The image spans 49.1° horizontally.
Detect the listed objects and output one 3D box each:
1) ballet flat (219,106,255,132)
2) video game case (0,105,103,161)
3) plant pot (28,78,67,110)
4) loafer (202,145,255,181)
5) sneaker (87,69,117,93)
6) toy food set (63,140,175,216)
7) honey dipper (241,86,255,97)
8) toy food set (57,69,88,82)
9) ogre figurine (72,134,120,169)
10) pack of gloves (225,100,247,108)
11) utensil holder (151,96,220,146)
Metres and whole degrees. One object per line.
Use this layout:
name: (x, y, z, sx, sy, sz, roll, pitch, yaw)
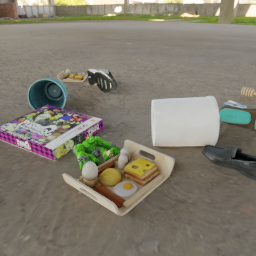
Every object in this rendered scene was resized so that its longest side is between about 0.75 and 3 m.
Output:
ballet flat: (4.728, -0.338, 10.280, 0.923, 0.917, 2.698, -12, 27, -44)
video game case: (-2.727, 0.032, 9.903, 2.784, 0.499, 2.524, 15, 30, 28)
plant pot: (-3.271, -1.460, 11.959, 1.526, 1.526, 1.434, 0, 20, 1)
loafer: (3.066, 0.834, 8.067, 1.953, 0.685, 0.663, 23, 34, 38)
sneaker: (-1.195, -2.589, 14.471, 1.112, 1.037, 2.805, -18, 29, -22)
toy food set: (-0.173, 1.101, 7.430, 1.817, 0.765, 2.533, 20, 33, 35)
honey dipper: (6.527, -1.494, 13.135, 2.308, 0.438, 0.438, 21, 33, 33)
toy food set: (-3.139, -3.095, 16.270, 1.638, 0.495, 1.175, 3, 26, 6)
ogre figurine: (-1.030, 0.696, 8.405, 0.901, 0.738, 1.503, 38, 57, 26)
pack of gloves: (4.755, -0.962, 12.407, 0.893, 0.176, 0.750, 29, 30, 37)
utensil holder: (1.772, -0.182, 9.108, 1.945, 1.653, 1.653, -2, 26, 1)
